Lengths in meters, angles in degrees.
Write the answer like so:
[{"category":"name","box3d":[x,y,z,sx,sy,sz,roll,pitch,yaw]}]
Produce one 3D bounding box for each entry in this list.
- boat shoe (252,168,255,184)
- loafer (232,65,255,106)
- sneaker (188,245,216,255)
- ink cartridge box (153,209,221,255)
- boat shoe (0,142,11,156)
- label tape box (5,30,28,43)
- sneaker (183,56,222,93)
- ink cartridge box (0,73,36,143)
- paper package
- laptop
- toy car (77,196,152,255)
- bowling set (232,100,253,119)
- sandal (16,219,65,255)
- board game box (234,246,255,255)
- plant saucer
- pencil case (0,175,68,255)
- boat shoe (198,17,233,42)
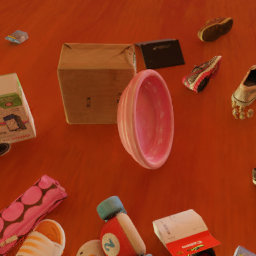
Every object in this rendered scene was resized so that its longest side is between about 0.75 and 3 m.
[{"category":"boat shoe","box3d":[4.514,1.245,8.355,1.588,0.478,0.566,-17,18,1]},{"category":"loafer","box3d":[5.160,-1.954,11.251,1.033,0.903,2.872,31,55,24]},{"category":"sneaker","box3d":[1.625,3.763,6.117,0.939,1.025,2.448,4,49,3]},{"category":"ink cartridge box","box3d":[1.409,2.600,7.023,1.188,0.351,1.484,-13,6,-12]},{"category":"boat shoe","box3d":[-4.386,0.773,9.022,1.205,0.408,0.432,-19,95,-26]},{"category":"label tape box","box3d":[-5.515,-4.458,13.881,0.652,0.301,0.910,24,55,20]},{"category":"sneaker","box3d":[3.176,-2.401,11.661,0.839,0.906,2.248,32,56,28]},{"category":"ink cartridge box","box3d":[-4.092,-0.487,9.021,1.656,2.279,0.997,-14,57,-13]},{"category":"paper package","box3d":[-0.990,-1.433,9.658,2.509,2.633,1.362,0,49,-2]},{"category":"laptop","box3d":[1.430,-3.528,13.192,1.852,1.146,1.978,-11,78,-9]},{"category":"toy car","box3d":[-0.589,2.961,6.548,1.955,1.729,1.802,-30,65,-10]},{"category":"bowling set","box3d":[4.107,-0.551,10.403,0.616,0.475,0.885,-45,62,-11]},{"category":"sandal","box3d":[-2.288,3.346,6.683,0.975,0.729,2.545,10,49,9]},{"category":"board game box","box3d":[3.249,3.893,6.450,1.927,0.353,1.457,26,53,21]},{"category":"plant saucer","box3d":[0.558,-0.250,8.596,0.753,2.969,2.969,-1,44,30]},{"category":"pencil case","box3d":[-2.676,2.277,7.415,1.058,1.092,2.332,51,59,-10]},{"category":"boat shoe","box3d":[4.236,-4.958,13.989,2.486,0.895,0.840,-31,49,-30]}]
